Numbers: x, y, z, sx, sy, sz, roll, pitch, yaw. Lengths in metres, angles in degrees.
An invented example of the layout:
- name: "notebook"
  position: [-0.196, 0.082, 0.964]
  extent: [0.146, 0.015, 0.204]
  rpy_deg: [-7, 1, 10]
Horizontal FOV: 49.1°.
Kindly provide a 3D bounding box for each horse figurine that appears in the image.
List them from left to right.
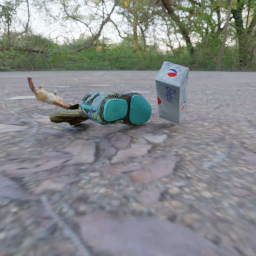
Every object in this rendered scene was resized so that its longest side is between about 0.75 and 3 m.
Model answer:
- name: "horse figurine"
  position: [-3.150, -1.291, 11.147]
  extent: [1.945, 0.485, 1.289]
  rpy_deg: [26, 20, -32]

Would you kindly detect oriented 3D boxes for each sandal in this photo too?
- name: "sandal"
  position: [-1.591, -0.451, 8.146]
  extent: [0.814, 0.547, 2.027]
  rpy_deg: [-20, -8, 17]

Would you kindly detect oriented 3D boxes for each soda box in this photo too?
- name: "soda box"
  position: [1.302, -0.955, 8.223]
  extent: [0.729, 0.678, 2.137]
  rpy_deg: [21, -21, 18]

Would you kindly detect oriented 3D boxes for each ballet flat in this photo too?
- name: "ballet flat"
  position: [-0.294, -0.597, 8.028]
  extent: [1.082, 1.082, 2.915]
  rpy_deg: [8, 2, 28]
